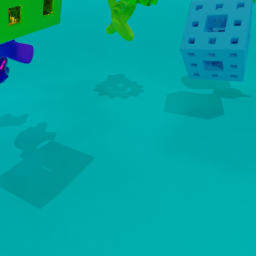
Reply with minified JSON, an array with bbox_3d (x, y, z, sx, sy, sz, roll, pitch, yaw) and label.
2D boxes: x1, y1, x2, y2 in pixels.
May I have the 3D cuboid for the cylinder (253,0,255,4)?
[{"bbox_3d":[3.068,-3.878,7.212,1.328,1.328,1.328,-14,24,20],"label":"cylinder"}]

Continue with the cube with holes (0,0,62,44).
[{"bbox_3d":[-1.392,-1.546,2.225,1.269,1.269,1.269,28,40,12],"label":"cube with holes"}]

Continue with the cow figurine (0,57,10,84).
[{"bbox_3d":[-3.157,-1.093,5.936,1.139,0.625,1.121,6,50,-9],"label":"cow figurine"}]

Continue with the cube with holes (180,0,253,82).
[{"bbox_3d":[2.143,-2.054,6.685,1.338,1.338,1.338,8,73,24],"label":"cube with holes"}]

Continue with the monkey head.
[{"bbox_3d":[-2.011,-1.458,4.346,1.100,0.921,1.528,11,60,-19],"label":"monkey head"}]

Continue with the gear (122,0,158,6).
[{"bbox_3d":[-0.107,-3.432,6.818,1.763,0.326,1.763,11,35,-8],"label":"gear"}]

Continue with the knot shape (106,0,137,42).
[{"bbox_3d":[-0.239,-3.345,8.376,0.776,1.679,1.571,-2,1,-13],"label":"knot shape"}]
